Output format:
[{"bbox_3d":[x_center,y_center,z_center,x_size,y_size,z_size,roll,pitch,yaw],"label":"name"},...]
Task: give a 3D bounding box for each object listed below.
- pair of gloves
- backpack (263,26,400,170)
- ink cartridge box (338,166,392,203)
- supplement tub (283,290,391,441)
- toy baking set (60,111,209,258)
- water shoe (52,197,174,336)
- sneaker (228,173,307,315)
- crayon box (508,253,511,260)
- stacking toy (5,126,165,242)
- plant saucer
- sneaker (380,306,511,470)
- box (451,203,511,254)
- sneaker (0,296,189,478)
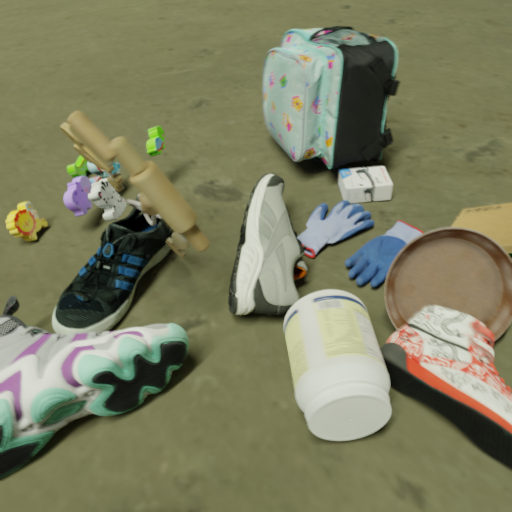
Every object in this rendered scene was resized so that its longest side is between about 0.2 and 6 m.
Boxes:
[{"bbox_3d":[1.923,-0.262,10.444,2.396,0.273,1.926,30,52,30],"label":"pair of gloves"},{"bbox_3d":[1.405,-3.549,12.213,2.382,2.732,3.107,-9,34,-9],"label":"backpack"},{"bbox_3d":[2.258,-1.481,11.630,0.976,0.411,0.706,-5,43,-2],"label":"ink cartridge box"},{"bbox_3d":[1.101,1.485,7.744,1.278,1.278,1.762,-4,42,-4],"label":"supplement tub"},{"bbox_3d":[-1.696,-0.955,8.494,0.383,3.290,2.525,-47,35,-11],"label":"toy baking set"},{"bbox_3d":[-2.435,0.052,9.380,1.091,1.204,3.051,14,44,15],"label":"water shoe"},{"bbox_3d":[0.289,-0.199,9.855,1.253,1.168,3.160,10,49,-3],"label":"sneaker"},{"bbox_3d":[5.467,-0.324,10.276,1.892,0.551,1.124,-31,51,-29],"label":"crayon box"},{"bbox_3d":[-3.203,-1.525,10.881,2.235,0.697,2.964,-10,37,26],"label":"stacking toy"},{"bbox_3d":[2.971,0.541,8.630,1.988,1.988,0.342,6,7,7],"label":"plant saucer"},{"bbox_3d":[3.124,1.708,7.717,2.738,0.914,1.467,32,59,34],"label":"sneaker"},{"bbox_3d":[4.401,-0.499,9.923,2.046,0.218,1.672,-5,28,44],"label":"box"},{"bbox_3d":[-2.876,1.306,7.919,3.407,1.324,2.383,-23,48,-24],"label":"sneaker"}]
